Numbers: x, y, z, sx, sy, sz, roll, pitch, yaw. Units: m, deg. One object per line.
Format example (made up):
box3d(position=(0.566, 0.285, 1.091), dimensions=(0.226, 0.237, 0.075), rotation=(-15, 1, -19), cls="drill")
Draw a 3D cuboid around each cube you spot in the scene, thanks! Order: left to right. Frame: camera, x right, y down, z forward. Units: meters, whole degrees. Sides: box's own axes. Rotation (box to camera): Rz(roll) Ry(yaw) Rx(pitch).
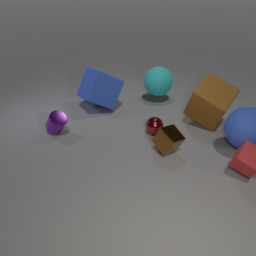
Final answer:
box3d(position=(-1.275, -1.810, 12.720), dimensions=(1.400, 1.400, 1.400), rotation=(17, 8, -33), cls="cube")
box3d(position=(1.393, 0.395, 9.636), dimensions=(0.700, 0.700, 0.700), rotation=(-14, 57, -40), cls="cube")
box3d(position=(3.288, -1.036, 11.145), dimensions=(1.400, 1.400, 1.400), rotation=(34, 59, 14), cls="cube")
box3d(position=(3.554, 0.926, 8.284), dimensions=(0.700, 0.700, 0.700), rotation=(34, 69, 13), cls="cube")

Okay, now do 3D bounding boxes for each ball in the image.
box3d(position=(1.039, -0.087, 10.940), dimensions=(0.700, 0.700, 0.700), rotation=(0, 28, 0), cls="ball")
box3d(position=(1.471, -2.262, 13.580), dimensions=(1.400, 1.400, 1.400), rotation=(0, 28, 0), cls="ball")
box3d(position=(3.885, 0.003, 9.152), dimensions=(1.400, 1.400, 1.400), rotation=(0, 28, 0), cls="ball")

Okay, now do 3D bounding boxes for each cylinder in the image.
box3d(position=(-2.783, -0.211, 10.844), dimensions=(0.700, 0.700, 0.700), rotation=(16, 53, -23), cls="cylinder")
